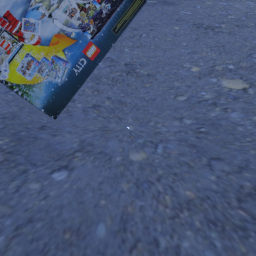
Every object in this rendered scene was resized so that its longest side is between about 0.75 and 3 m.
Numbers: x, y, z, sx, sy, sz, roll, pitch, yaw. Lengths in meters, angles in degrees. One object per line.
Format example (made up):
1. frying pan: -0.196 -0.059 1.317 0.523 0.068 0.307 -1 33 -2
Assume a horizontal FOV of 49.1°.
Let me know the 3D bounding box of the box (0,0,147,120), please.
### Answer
1. box: -0.745 -1.097 2.953 1.692 1.155 0.319 -53 26 -3
